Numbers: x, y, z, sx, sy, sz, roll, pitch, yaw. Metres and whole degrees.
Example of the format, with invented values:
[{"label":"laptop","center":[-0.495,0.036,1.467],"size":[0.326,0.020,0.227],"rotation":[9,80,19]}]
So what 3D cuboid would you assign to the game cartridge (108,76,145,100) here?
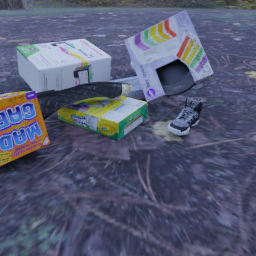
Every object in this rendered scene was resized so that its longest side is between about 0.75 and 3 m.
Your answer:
[{"label":"game cartridge","center":[0.274,-1.377,9.555],"size":[2.088,0.434,1.391],"rotation":[-14,34,-25]}]

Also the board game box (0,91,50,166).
[{"label":"board game box","center":[-2.563,-0.041,5.755],"size":[1.175,1.174,1.174],"rotation":[2,20,39]}]

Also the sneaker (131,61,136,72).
[{"label":"sneaker","center":[1.441,-3.214,11.239],"size":[2.657,1.735,1.057],"rotation":[-33,78,-33]}]

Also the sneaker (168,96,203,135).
[{"label":"sneaker","center":[1.459,-0.348,7.022],"size":[0.516,0.777,1.366],"rotation":[26,31,27]}]

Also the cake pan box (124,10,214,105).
[{"label":"cake pan box","center":[1.184,-1.994,8.244],"size":[2.041,2.216,0.580],"rotation":[-21,-11,16]}]

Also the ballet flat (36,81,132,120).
[{"label":"ballet flat","center":[-1.188,-0.706,7.122],"size":[2.711,0.770,0.901],"rotation":[-14,4,-14]}]

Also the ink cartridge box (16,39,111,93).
[{"label":"ink cartridge box","center":[-2.233,-2.201,9.961],"size":[2.712,1.139,1.964],"rotation":[-20,45,-33]}]

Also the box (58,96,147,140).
[{"label":"box","center":[-0.837,-0.493,7.632],"size":[2.384,0.577,1.399],"rotation":[20,36,29]}]
